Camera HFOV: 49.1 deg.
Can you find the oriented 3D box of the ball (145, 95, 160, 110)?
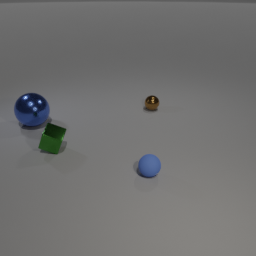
[{"bbox_3d":[1.121,-1.176,13.074,0.700,0.700,0.700,0,28,0],"label":"ball"}]

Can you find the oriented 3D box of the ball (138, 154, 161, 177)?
[{"bbox_3d":[0.667,1.154,8.646,0.700,0.700,0.700,0,28,0],"label":"ball"}]

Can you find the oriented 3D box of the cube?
[{"bbox_3d":[-2.646,0.366,9.823,0.700,0.700,0.700,20,37,-12],"label":"cube"}]

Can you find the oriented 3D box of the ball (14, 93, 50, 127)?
[{"bbox_3d":[-3.932,-0.748,11.496,1.400,1.400,1.400,0,28,0],"label":"ball"}]
